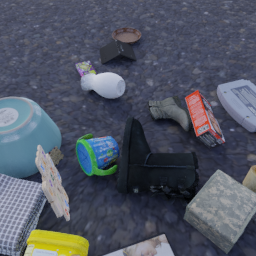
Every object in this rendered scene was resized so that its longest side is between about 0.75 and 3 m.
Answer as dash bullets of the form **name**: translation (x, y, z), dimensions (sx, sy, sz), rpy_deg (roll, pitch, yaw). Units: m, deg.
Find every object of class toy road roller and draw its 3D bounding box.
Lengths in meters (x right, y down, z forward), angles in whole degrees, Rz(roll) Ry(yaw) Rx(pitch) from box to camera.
- **toy road roller**: translation (4.379, 1.513, 8.385), dimensions (1.661, 1.021, 1.213), rpy_deg (18, 37, 9)

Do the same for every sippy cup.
- **sippy cup**: translation (-0.923, 0.805, 9.002), dimensions (1.118, 1.198, 1.525), rpy_deg (-18, 82, -29)

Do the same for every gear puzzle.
- **gear puzzle**: translation (-2.542, 1.083, 9.162), dimensions (0.128, 0.508, 0.981), rpy_deg (-4, 37, 43)

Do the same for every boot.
- **boot**: translation (1.506, -0.447, 10.516), dimensions (1.295, 0.671, 1.983), rpy_deg (-13, 41, -5)
- **boot**: translation (0.970, 0.944, 8.839), dimensions (2.356, 1.064, 2.876), rpy_deg (2, 54, 5)

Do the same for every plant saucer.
- **plant saucer**: translation (-0.072, -4.818, 14.771), dimensions (1.529, 0.263, 1.529), rpy_deg (0, 46, 0)

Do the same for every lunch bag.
- **lunch bag**: translation (2.644, 2.166, 7.708), dimensions (1.466, 1.051, 1.787), rpy_deg (35, 61, 28)

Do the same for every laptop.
- **laptop**: translation (-0.514, -3.618, 13.778), dimensions (1.488, 0.862, 1.393), rpy_deg (14, 42, -26)

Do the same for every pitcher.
- **pitcher**: translation (-0.872, -1.891, 11.619), dimensions (1.678, 1.017, 1.440), rpy_deg (16, 39, 29)

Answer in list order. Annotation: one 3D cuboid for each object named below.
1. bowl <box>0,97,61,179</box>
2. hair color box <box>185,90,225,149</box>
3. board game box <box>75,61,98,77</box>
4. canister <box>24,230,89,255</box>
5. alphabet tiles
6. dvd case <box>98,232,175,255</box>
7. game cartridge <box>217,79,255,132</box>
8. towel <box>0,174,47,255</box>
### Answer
- **bowl**: translation (-3.819, 0.077, 9.322), dimensions (2.965, 1.551, 2.965), rpy_deg (1, 47, -1)
- **hair color box**: translation (2.716, -0.329, 9.993), dimensions (0.603, 1.000, 1.969), rpy_deg (-32, 41, 27)
- **board game box**: translation (-1.905, -2.646, 12.810), dimensions (0.711, 0.191, 1.185), rpy_deg (-14, 48, -19)
- **canister**: translation (-1.881, 3.584, 6.503), dimensions (1.515, 0.883, 2.039), rpy_deg (6, 49, 6)
- **alphabet tiles**: translation (-1.505, 1.089, 5.573), dimensions (0.107, 1.430, 1.462), rpy_deg (-23, 23, -6)
- **dvd case**: translation (0.258, 3.615, 6.938), dimensions (2.097, 0.184, 1.496), rpy_deg (-15, 49, -13)
- **game cartridge**: translation (4.697, -0.924, 11.002), dimensions (1.694, 0.528, 2.543), rpy_deg (-17, 49, -10)
- **towel**: translation (-3.335, 2.277, 7.708), dimensions (1.710, 0.884, 2.066), rpy_deg (8, 47, 6)
